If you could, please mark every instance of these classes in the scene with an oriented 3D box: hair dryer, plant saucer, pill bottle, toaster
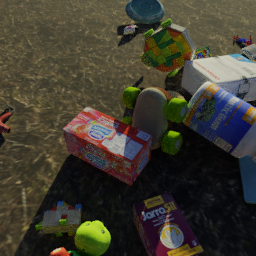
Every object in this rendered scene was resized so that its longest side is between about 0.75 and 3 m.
[{"bbox_3d":[-4.911,-0.356,10.736,1.275,0.455,1.674,-22,51,-21],"label":"hair dryer"},{"bbox_3d":[4.172,1.267,9.286,1.017,0.276,2.908,6,47,7],"label":"plant saucer"},{"bbox_3d":[3.444,-0.092,9.169,2.998,1.680,1.680,35,55,18],"label":"pill bottle"},{"bbox_3d":[1.063,-7.338,17.160,2.452,0.336,2.452,2,61,-3],"label":"plant saucer"},{"bbox_3d":[6.016,-3.368,13.423,0.924,0.813,1.430,-19,51,-12],"label":"toaster"}]

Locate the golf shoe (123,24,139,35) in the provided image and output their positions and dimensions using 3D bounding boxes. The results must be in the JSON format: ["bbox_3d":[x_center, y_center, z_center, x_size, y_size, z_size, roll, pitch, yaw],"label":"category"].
[{"bbox_3d":[0.144,-5.532,15.787,0.503,0.396,1.092,30,53,26],"label":"golf shoe"}]

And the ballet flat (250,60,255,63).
[{"bbox_3d":[5.869,-2.726,12.743,2.214,0.760,0.698,-3,19,-3],"label":"ballet flat"}]

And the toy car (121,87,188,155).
[{"bbox_3d":[1.414,-0.494,10.239,2.236,2.148,2.722,20,24,35],"label":"toy car"}]

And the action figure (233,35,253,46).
[{"bbox_3d":[6.291,-4.775,14.933,0.412,0.624,1.262,-27,54,-23],"label":"action figure"}]

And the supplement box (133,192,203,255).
[{"bbox_3d":[0.974,2.777,7.370,1.163,0.917,1.777,-16,48,-15],"label":"supplement box"}]

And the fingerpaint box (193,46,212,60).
[{"bbox_3d":[3.353,-3.155,13.058,1.187,0.990,0.435,-25,10,-23],"label":"fingerpaint box"}]

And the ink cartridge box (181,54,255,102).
[{"bbox_3d":[3.934,-1.971,11.378,2.843,1.221,2.082,-13,41,-20],"label":"ink cartridge box"}]

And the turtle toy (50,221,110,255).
[{"bbox_3d":[-1.236,3.409,6.489,1.866,1.294,2.560,18,49,17],"label":"turtle toy"}]

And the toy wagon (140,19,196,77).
[{"bbox_3d":[1.534,-3.260,12.157,2.859,2.218,0.566,-14,29,47],"label":"toy wagon"}]

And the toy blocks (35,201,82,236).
[{"bbox_3d":[-1.852,2.485,7.957,1.308,0.654,0.894,-3,35,-4],"label":"toy blocks"}]

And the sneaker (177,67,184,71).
[{"bbox_3d":[2.581,-3.179,13.389,0.679,0.687,1.730,32,78,33],"label":"sneaker"}]

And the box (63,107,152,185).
[{"bbox_3d":[-0.665,0.545,9.277,2.664,1.272,1.328,24,50,21],"label":"box"}]
